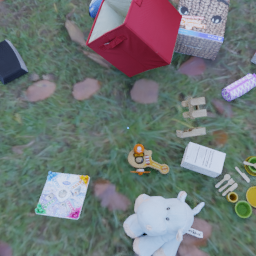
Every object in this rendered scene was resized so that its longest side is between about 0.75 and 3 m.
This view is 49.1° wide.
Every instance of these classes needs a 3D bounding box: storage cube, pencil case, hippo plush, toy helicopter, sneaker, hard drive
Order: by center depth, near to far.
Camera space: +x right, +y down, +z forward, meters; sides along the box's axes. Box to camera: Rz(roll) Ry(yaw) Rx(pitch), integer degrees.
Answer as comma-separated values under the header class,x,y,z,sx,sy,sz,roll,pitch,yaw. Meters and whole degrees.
class,x,y,z,sx,sy,sz,roll,pitch,yaw
hippo plush,1.121,2.893,8.027,2.542,2.044,2.025,7,70,3
toy helicopter,0.677,1.237,9.455,1.462,0.577,0.967,23,70,1
storage cube,0.267,-3.471,9.851,2.243,2.133,2.496,31,65,-35
pencil case,4.167,-1.519,10.434,1.362,0.582,0.572,-32,74,-10
hard drive,-4.788,-2.640,10.955,1.159,0.364,1.718,-31,73,-11
sneaker,-0.501,-5.025,11.553,2.314,0.909,1.032,-22,69,-8

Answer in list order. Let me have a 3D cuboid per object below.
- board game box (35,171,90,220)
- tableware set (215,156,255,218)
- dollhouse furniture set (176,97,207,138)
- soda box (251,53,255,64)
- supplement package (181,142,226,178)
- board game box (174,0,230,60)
class,x,y,z,sx,sy,sz,roll,pitch,yaw
board game box,-1.620,1.630,6.948,1.119,0.145,1.119,4,55,11
tableware set,4.168,1.850,9.326,2.237,0.343,1.507,-34,74,-12
dollhouse furniture set,1.731,-0.312,7.953,0.715,0.943,1.076,-8,92,-4
soda box,5.938,-2.477,10.728,2.151,0.682,0.734,32,73,11
supplement package,2.498,1.075,9.390,1.225,0.743,0.734,19,71,7
board game box,2.796,-4.169,11.083,1.918,1.165,2.406,13,70,5
